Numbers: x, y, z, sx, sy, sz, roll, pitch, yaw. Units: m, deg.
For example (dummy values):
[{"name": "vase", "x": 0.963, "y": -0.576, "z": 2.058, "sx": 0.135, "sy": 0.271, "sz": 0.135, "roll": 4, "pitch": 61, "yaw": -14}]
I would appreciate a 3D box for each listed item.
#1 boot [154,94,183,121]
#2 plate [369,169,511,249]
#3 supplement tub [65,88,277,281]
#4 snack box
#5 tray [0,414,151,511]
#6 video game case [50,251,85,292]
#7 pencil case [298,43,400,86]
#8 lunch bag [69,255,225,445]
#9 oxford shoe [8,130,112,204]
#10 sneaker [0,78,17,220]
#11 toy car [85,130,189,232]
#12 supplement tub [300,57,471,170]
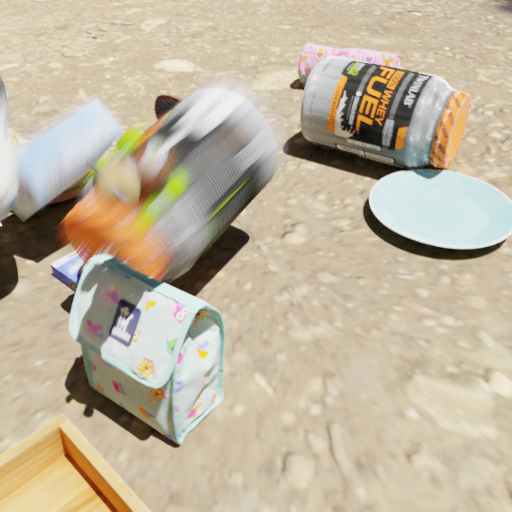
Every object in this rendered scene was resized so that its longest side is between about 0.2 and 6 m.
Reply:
[{"name": "boot", "x": -0.987, "y": -2.766, "z": 11.834, "sx": 2.527, "sy": 0.944, "sz": 1.225, "roll": 35, "pitch": 36, "yaw": 28}, {"name": "plate", "x": 3.143, "y": -0.767, "z": 9.552, "sx": 2.447, "sy": 0.313, "sz": 2.447, "roll": -1, "pitch": 38, "yaw": 0}, {"name": "supplement tub", "x": -1.077, "y": -0.888, "z": 7.557, "sx": 1.730, "sy": 1.730, "sz": 2.823, "roll": 21, "pitch": 51, "yaw": 25}, {"name": "snack box", "x": -3.111, "y": -1.442, "z": 8.791, "sx": 1.641, "sy": 0.658, "sz": 1.945, "roll": -46, "pitch": 14, "yaw": -26}, {"name": "tray", "x": -2.584, "y": 2.957, "z": 4.475, "sx": 1.706, "sy": 0.640, "sz": 3.458, "roll": 31, "pitch": 48, "yaw": 33}, {"name": "video game case", "x": -2.337, "y": 0.191, "z": 8.359, "sx": 1.070, "sy": 0.243, "sz": 0.970, "roll": 27, "pitch": 46, "yaw": 31}, {"name": "pencil case", "x": 2.323, "y": -4.631, "z": 13.981, "sx": 2.506, "sy": 1.095, "sz": 1.095, "roll": 14, "pitch": 40, "yaw": 16}, {"name": "lunch bag", "x": -1.170, "y": 0.935, "z": 6.131, "sx": 1.519, "sy": 1.783, "sz": 1.087, "roll": 24, "pitch": 43, "yaw": 27}, {"name": "oxford shoe", "x": -4.053, "y": -1.603, "z": 9.796, "sx": 3.291, "sy": 1.215, "sz": 1.165, "roll": -17, "pitch": 37, "yaw": -30}, {"name": "sneaker", "x": -3.525, "y": -1.449, "z": 7.221, "sx": 0.762, "sy": 0.768, "sz": 2.119, "roll": -5, "pitch": 73, "yaw": -18}, {"name": "toy car", "x": -1.062, "y": -0.633, "z": 4.539, "sx": 0.697, "sy": 0.670, "sz": 0.849, "roll": 46, "pitch": 8, "yaw": 5}, {"name": "supplement tub", "x": 2.481, "y": -2.736, "z": 10.869, "sx": 2.919, "sy": 1.789, "sz": 1.789, "roll": 20, "pitch": 42, "yaw": 24}]
